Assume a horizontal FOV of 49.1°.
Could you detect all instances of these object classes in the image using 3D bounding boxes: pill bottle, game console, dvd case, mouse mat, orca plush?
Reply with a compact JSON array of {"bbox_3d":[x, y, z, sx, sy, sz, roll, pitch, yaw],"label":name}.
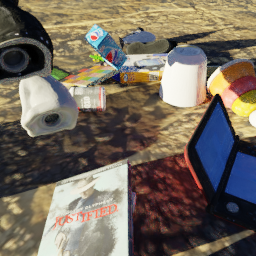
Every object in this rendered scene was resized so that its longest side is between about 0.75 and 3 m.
[{"bbox_3d":[-1.498,-0.963,9.381,1.446,0.824,0.824,-1,39,0],"label":"pill bottle"},{"bbox_3d":[2.781,0.701,6.643,2.383,1.641,2.765,19,43,22],"label":"game console"},{"bbox_3d":[-0.821,1.887,5.608,1.949,0.294,2.670,-19,33,14],"label":"dvd case"},{"bbox_3d":[-3.236,-2.187,11.531,1.378,0.052,1.109,25,45,29],"label":"mouse mat"},{"bbox_3d":[0.340,-4.146,13.683,2.175,0.773,1.144,-36,95,-31],"label":"orca plush"}]

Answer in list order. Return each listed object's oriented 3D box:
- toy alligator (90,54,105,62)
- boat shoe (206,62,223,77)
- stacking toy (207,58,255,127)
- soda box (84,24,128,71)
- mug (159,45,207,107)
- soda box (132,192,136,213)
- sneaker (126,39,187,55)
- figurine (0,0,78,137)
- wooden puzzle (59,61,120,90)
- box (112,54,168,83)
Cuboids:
[{"bbox_3d":[-1.212,-3.075,12.469,1.042,0.309,0.283,17,1,20],"label":"toy alligator"},{"bbox_3d":[3.461,-2.336,11.183,1.926,0.720,0.639,9,51,26],"label":"boat shoe"},{"bbox_3d":[3.823,-0.940,9.187,1.702,1.702,2.329,-13,60,-15],"label":"stacking toy"},{"bbox_3d":[-0.578,-2.231,7.922,0.525,1.548,0.497,40,94,23],"label":"soda box"},{"bbox_3d":[1.920,-2.029,9.976,1.697,1.739,2.119,-15,41,-17],"label":"mug"},{"bbox_3d":[-0.359,1.663,6.483,1.054,0.336,0.359,5,39,8],"label":"soda box"},{"bbox_3d":[1.308,-3.572,12.681,2.531,0.760,1.320,0,10,30],"label":"sneaker"},{"bbox_3d":[-2.131,-1.571,5.841,1.211,2.813,2.745,-22,58,-7],"label":"figurine"},{"bbox_3d":[-1.484,-1.973,10.750,1.756,0.208,2.962,13,39,41],"label":"wooden puzzle"},{"bbox_3d":[0.623,-2.486,11.517,2.642,0.548,1.573,-2,39,-5],"label":"box"}]
